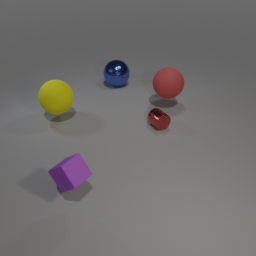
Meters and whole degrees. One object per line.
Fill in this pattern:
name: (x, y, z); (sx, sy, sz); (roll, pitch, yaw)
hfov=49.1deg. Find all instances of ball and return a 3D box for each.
ball: (-0.602, -2.892, 14.803); (1.400, 1.400, 1.400); (0, 32, 0)
ball: (1.807, -2.010, 12.516); (1.400, 1.400, 1.400); (0, 32, 0)
ball: (-2.959, -1.278, 11.542); (1.400, 1.400, 1.400); (0, 32, 0)

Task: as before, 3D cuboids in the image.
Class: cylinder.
cylinder: (1.260, -0.365, 11.410); (0.700, 0.700, 0.700); (-17, 36, -25)

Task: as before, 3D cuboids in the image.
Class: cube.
cube: (-1.537, 1.191, 7.472); (0.700, 0.700, 0.700); (-23, 11, 43)
